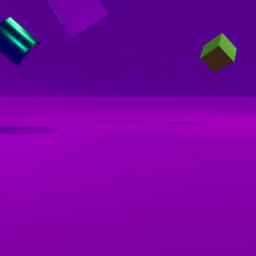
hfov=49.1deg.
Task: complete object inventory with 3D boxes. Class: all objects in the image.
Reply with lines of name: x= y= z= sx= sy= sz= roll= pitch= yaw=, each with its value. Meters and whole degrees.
cube: x=3.075 y=-2.528 z=9.535 sx=0.796 sy=0.796 sz=0.796 roll=-31 pitch=26 yaw=48
cube: x=-1.160 y=-3.522 z=7.565 sx=1.333 sy=1.333 sz=1.333 roll=-20 pitch=24 yaw=31
cylinder: x=-3.429 y=-2.584 z=8.517 sx=1.062 sy=1.062 sz=1.062 roll=41 pitch=-3 yaw=-14
